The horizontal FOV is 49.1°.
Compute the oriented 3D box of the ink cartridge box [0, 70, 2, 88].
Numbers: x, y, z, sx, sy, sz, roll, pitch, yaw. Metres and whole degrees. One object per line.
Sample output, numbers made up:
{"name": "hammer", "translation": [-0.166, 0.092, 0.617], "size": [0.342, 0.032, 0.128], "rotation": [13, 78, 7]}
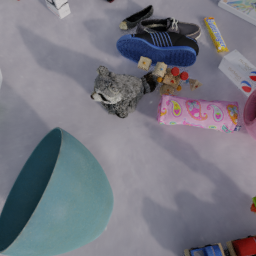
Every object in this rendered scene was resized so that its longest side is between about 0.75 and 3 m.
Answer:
{"name": "ink cartridge box", "translation": [-4.423, -1.044, 6.931], "size": [2.125, 0.892, 1.539], "rotation": [2, 55, -10]}

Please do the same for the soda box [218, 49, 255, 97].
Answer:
{"name": "soda box", "translation": [3.254, -1.430, 7.748], "size": [0.488, 0.522, 1.532], "rotation": [-32, 68, -14]}

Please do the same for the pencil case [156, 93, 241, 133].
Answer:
{"name": "pencil case", "translation": [1.750, -0.357, 7.070], "size": [2.012, 0.880, 0.880], "rotation": [8, 64, 3]}

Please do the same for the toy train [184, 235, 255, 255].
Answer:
{"name": "toy train", "translation": [2.429, 2.492, 5.779], "size": [2.735, 0.626, 0.466], "rotation": [-10, 64, -5]}

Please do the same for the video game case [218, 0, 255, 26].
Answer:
{"name": "video game case", "translation": [4.215, -4.148, 9.245], "size": [1.860, 0.205, 1.695], "rotation": [37, 70, 16]}

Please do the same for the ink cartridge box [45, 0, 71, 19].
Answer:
{"name": "ink cartridge box", "translation": [-2.274, -4.081, 8.757], "size": [0.436, 1.036, 0.749], "rotation": [-41, 70, -15]}

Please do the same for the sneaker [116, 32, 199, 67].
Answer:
{"name": "sneaker", "translation": [0.875, -2.368, 8.130], "size": [2.336, 0.819, 0.910], "rotation": [13, 48, 9]}

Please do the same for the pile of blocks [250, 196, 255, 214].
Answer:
{"name": "pile of blocks", "translation": [2.859, 1.607, 5.723], "size": [0.411, 1.321, 0.542], "rotation": [-9, 85, -10]}

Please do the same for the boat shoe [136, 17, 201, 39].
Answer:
{"name": "boat shoe", "translation": [1.247, -2.967, 8.433], "size": [2.011, 0.631, 0.731], "rotation": [-2, 64, -1]}

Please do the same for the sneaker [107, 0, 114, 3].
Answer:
{"name": "sneaker", "translation": [-0.794, -4.447, 9.315], "size": [0.970, 0.367, 0.560], "rotation": [1, 67, -1]}

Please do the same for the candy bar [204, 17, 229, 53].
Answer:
{"name": "candy bar", "translation": [2.711, -2.885, 8.662], "size": [0.364, 0.162, 1.460], "rotation": [-10, 65, -5]}

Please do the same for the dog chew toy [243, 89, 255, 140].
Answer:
{"name": "dog chew toy", "translation": [4.194, -0.194, 6.619], "size": [2.645, 1.647, 1.647], "rotation": [13, 64, -3]}

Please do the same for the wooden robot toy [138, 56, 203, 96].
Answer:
{"name": "wooden robot toy", "translation": [1.051, -1.200, 7.490], "size": [1.838, 0.810, 0.834], "rotation": [22, 93, -11]}

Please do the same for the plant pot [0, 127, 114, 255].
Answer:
{"name": "plant pot", "translation": [-1.254, 1.427, 5.577], "size": [1.643, 2.440, 2.440], "rotation": [31, 62, -25]}

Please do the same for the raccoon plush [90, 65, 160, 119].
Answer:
{"name": "raccoon plush", "translation": [-0.018, -1.293, 7.137], "size": [1.079, 1.494, 2.229], "rotation": [36, 69, 16]}

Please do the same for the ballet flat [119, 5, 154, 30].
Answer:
{"name": "ballet flat", "translation": [0.253, -3.509, 8.844], "size": [1.302, 0.370, 0.433], "rotation": [-35, 69, -16]}
